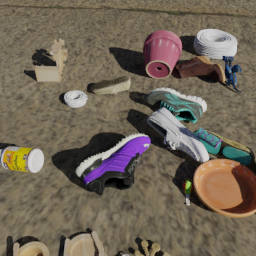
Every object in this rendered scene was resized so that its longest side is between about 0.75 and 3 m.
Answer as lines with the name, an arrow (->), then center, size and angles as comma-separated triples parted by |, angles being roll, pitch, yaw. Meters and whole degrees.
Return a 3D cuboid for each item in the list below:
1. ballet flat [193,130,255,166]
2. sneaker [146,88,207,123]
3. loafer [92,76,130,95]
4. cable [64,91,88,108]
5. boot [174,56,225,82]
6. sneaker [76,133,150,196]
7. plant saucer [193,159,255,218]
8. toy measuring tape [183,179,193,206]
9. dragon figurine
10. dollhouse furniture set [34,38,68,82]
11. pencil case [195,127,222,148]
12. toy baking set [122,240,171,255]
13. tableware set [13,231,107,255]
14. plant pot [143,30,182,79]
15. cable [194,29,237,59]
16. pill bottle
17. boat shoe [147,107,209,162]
ballet flat -> 3.308, 0.639, 9.731 | 2.186, 0.773, 0.773 | 26, 48, 27
sneaker -> 1.841, -0.859, 11.192 | 2.469, 0.958, 1.126 | 13, 47, 16
loafer -> -0.721, -1.773, 12.433 | 1.811, 0.618, 0.685 | -11, 43, 12
cable -> -2.252, -1.257, 12.039 | 0.952, 0.330, 0.953 | -22, 46, -21
boot -> 3.412, -2.627, 13.450 | 1.802, 0.784, 2.167 | -20, 46, -4
sneaker -> -0.145, 1.247, 8.899 | 2.766, 0.962, 1.376 | -28, 61, -30
plant saucer -> 3.026, 1.832, 8.554 | 2.084, 0.390, 2.084 | 0, 42, 0
toy measuring tape -> 1.836, 1.904, 8.534 | 0.328, 0.328, 0.892 | 5, 42, 6
dragon figurine -> 4.788, -2.542, 12.912 | 0.630, 1.065, 2.142 | -3, 43, -3
dollhouse furniture set -> -3.759, -3.480, 13.806 | 1.105, 1.293, 2.495 | 1, 42, -2
pencil case -> 2.560, 0.302, 8.954 | 0.808, 0.344, 0.373 | 35, 59, 21
toy baking set -> 0.404, 3.483, 6.899 | 1.577, 0.183, 1.210 | -23, 44, -24
tableware set -> -1.734, 3.618, 6.622 | 2.664, 0.309, 2.225 | -6, 42, -7
plant pot -> 1.561, -3.368, 13.418 | 1.898, 1.898, 1.699 | 8, 58, 9
cable -> 4.822, -4.643, 15.430 | 2.351, 0.814, 2.350 | 13, 44, 14
pill bottle -> -3.337, 0.948, 8.607 | 1.335, 0.730, 0.730 | 3, 41, 17
boat shoe -> 1.672, 0.364, 9.873 | 0.879, 0.989, 2.689 | -33, 50, -11
